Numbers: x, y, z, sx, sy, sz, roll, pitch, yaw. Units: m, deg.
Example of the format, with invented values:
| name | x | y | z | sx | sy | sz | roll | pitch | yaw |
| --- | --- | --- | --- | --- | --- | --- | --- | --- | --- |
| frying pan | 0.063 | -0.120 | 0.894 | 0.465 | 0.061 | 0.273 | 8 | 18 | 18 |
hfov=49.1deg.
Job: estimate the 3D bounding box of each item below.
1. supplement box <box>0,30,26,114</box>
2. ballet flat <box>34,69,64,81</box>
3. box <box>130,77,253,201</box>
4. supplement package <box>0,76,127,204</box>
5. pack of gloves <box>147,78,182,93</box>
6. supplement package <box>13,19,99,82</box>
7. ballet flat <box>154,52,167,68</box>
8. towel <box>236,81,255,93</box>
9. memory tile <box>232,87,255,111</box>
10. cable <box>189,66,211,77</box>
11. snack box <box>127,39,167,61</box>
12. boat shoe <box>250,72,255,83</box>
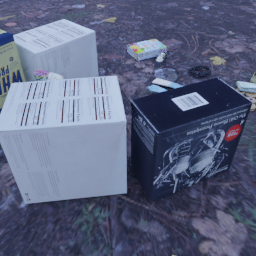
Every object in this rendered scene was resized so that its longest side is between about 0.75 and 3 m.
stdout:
| name | x | y | z | sx | sy | sz | roll | pitch | yaw |
| --- | --- | --- | --- | --- | --- | --- | --- | --- | --- |
| supplement box | -5.802 | -2.324 | 10.927 | 2.879 | 2.882 | 1.935 | 25 | 47 | 26 |
| ballet flat | -2.551 | -1.538 | 10.700 | 0.763 | 2.145 | 0.741 | -17 | 39 | 40 |
| box | 1.654 | 0.304 | 8.076 | 2.908 | 2.648 | 1.514 | -17 | 44 | -19 |
| supplement package | -1.598 | 0.321 | 7.912 | 2.944 | 2.815 | 2.165 | -5 | 41 | -5 |
| pack of gloves | 1.836 | -1.587 | 12.154 | 1.872 | 0.369 | 1.573 | 18 | 31 | 19 |
| supplement package | -3.153 | -3.039 | 12.249 | 2.222 | 2.238 | 2.949 | 31 | 50 | 31 |
| ballet flat | 1.647 | -3.507 | 14.192 | 0.465 | 0.465 | 1.272 | 18 | 44 | 19 |
| towel | 5.260 | -1.797 | 12.209 | 0.963 | 0.232 | 0.825 | 10 | 29 | 6 |
| memory tile | 4.898 | -1.211 | 11.744 | 1.846 | 0.155 | 1.415 | 15 | 43 | 17 |
| cable | 3.463 | -2.737 | 13.478 | 1.064 | 0.270 | 0.868 | -22 | 41 | -21 |
| snack box | 0.997 | -4.197 | 14.955 | 1.770 | 0.469 | 1.258 | -17 | 44 | -18 |
| boat shoe | 6.051 | -2.441 | 13.018 | 0.407 | 0.348 | 1.111 | 26 | 47 | 27 |
